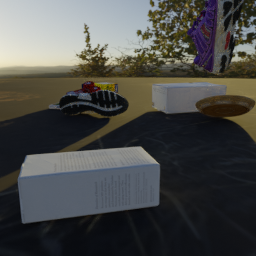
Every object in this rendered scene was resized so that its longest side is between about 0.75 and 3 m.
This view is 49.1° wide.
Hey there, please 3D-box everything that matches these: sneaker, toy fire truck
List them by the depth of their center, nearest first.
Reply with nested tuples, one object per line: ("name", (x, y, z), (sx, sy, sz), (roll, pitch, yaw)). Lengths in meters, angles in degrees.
("sneaker", (2.047, -2.620, 7.011), (1.192, 2.858, 1.152), (25, 53, 28))
("sneaker", (-1.197, -0.967, 10.479), (2.618, 0.965, 1.047), (4, 11, 16))
("toy fire truck", (-1.860, -1.346, 12.167), (1.275, 0.852, 1.519), (-21, 38, -24))

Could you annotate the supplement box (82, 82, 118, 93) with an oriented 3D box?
("supplement box", (-1.438, -1.844, 14.500), (1.694, 0.928, 0.922), (-12, 18, -41))

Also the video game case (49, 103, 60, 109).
("video game case", (-2.393, -1.024, 12.497), (1.561, 0.188, 1.712), (4, 14, 16))

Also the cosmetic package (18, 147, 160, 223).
("cosmetic package", (-0.501, 0.687, 3.696), (1.666, 0.594, 0.845), (-3, 13, -13))

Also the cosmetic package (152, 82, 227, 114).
("cosmetic package", (2.456, -1.278, 11.525), (2.666, 1.082, 1.504), (-4, 15, -20))

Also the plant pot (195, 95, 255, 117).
("plant pot", (3.192, -0.664, 9.269), (1.885, 0.259, 1.885), (4, -14, 1))
